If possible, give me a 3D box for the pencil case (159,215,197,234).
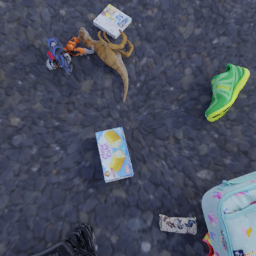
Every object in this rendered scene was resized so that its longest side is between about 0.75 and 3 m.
[{"bbox_3d":[1.469,2.848,8.322,1.109,0.432,0.496,5,78,2],"label":"pencil case"}]

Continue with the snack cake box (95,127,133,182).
[{"bbox_3d":[-0.443,0.845,8.896,0.898,0.525,1.562,-13,73,-5],"label":"snack cake box"}]

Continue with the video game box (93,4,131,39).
[{"bbox_3d":[-0.590,-4.013,10.551,1.081,0.253,0.985,37,79,10],"label":"video game box"}]

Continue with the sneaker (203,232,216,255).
[{"bbox_3d":[2.559,3.125,8.139,0.749,0.648,1.659,2,73,4],"label":"sneaker"}]

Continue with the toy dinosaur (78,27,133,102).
[{"bbox_3d":[-0.484,-2.490,9.931,1.586,0.902,2.987,-43,83,5],"label":"toy dinosaur"}]

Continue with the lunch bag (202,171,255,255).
[{"bbox_3d":[3.461,2.320,7.399,2.888,1.113,2.316,-17,96,-15],"label":"lunch bag"}]

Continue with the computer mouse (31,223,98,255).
[{"bbox_3d":[-2.082,4.051,7.876,2.768,0.730,1.917,-16,71,-17],"label":"computer mouse"}]

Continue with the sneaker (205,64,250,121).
[{"bbox_3d":[3.137,-1.195,9.404,1.015,0.899,2.428,33,66,11],"label":"sneaker"}]

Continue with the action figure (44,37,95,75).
[{"bbox_3d":[-2.018,-2.444,9.760,1.767,0.956,1.827,-25,64,-1],"label":"action figure"}]
